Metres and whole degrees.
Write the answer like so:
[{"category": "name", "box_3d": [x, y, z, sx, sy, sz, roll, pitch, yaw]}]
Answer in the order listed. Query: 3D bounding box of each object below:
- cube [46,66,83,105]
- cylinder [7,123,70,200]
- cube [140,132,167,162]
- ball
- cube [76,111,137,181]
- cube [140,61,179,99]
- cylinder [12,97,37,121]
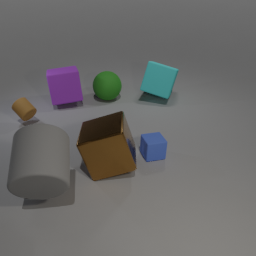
[{"category": "cube", "box_3d": [-2.949, -2.008, 13.044, 1.400, 1.400, 1.400, -11, 24, -11]}, {"category": "cylinder", "box_3d": [-2.148, 0.841, 6.890, 1.400, 1.400, 1.400, -4, 54, -7]}, {"category": "cube", "box_3d": [0.852, 0.631, 9.488, 0.700, 0.700, 0.700, -7, 30, -16]}, {"category": "ball", "box_3d": [-1.009, -2.050, 13.594, 1.400, 1.400, 1.400, 0, 29, 0]}, {"category": "cube", "box_3d": [-0.606, 0.532, 8.634, 1.400, 1.400, 1.400, -16, 28, 8]}, {"category": "cube", "box_3d": [1.537, -2.344, 13.532, 1.400, 1.400, 1.400, 19, 16, 8]}, {"category": "cylinder", "box_3d": [-4.189, -0.759, 11.316, 0.700, 0.700, 0.700, 45, 43, 9]}]
